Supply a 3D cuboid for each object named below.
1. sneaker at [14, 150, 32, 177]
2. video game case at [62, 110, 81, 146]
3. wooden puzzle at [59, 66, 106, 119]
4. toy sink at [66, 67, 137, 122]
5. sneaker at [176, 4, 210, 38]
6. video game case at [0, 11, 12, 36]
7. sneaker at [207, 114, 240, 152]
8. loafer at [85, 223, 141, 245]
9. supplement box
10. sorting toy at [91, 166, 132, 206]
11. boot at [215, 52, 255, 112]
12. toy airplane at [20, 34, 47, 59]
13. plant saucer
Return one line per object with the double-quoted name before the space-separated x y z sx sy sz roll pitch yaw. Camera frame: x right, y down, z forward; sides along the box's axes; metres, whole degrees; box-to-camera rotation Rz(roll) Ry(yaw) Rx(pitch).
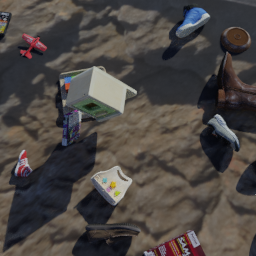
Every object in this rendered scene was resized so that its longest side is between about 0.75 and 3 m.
"sneaker" -3.952 1.386 10.819 0.573 0.363 1.018 9 77 8
"video game case" -2.105 -0.043 10.559 0.227 1.268 1.149 9 105 9
"wooden puzzle" -1.806 -1.544 11.837 2.058 0.515 2.222 -11 70 -5
"toy sink" -0.897 -1.017 9.951 1.372 2.105 1.179 -13 62 43
"sneaker" 2.747 -5.049 12.995 2.003 0.769 1.114 -35 79 -16
"video game case" -6.385 -5.014 13.320 1.412 0.180 1.276 7 69 2
"sneaker" 3.815 0.286 11.155 0.672 0.627 1.696 -32 66 -1
"loafer" -0.521 3.728 9.839 1.945 0.710 0.690 -2 79 6
"supplement box" 1.596 4.364 9.592 1.870 0.569 1.018 -23 71 -10
"sorting toy" -0.518 2.065 10.454 1.187 0.704 1.319 -39 73 -21
"boot" 5.195 -1.816 11.727 2.770 0.890 2.582 8 83 6
"toy airplane" -4.384 -3.704 12.792 1.321 0.243 1.321 2 73 -5
"plant saucer" 5.029 -4.154 12.960 1.420 0.260 1.420 0 69 1
